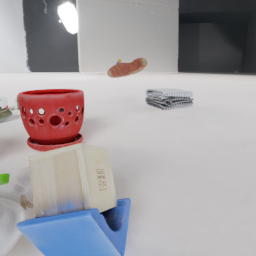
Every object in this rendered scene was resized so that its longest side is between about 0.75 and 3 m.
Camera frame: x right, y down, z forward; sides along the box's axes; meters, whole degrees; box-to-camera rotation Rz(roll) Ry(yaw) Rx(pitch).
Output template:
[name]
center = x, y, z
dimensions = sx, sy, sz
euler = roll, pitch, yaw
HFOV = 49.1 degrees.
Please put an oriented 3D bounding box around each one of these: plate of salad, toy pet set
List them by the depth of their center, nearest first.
[plate of salad]
center = -2.504, 1.520, 3.584
dimensions = 2.329, 0.559, 2.329
euler = -2, 14, 0
[toy pet set]
center = -1.296, 1.209, 4.059
dimensions = 2.540, 1.444, 2.720
euler = -14, -11, 16

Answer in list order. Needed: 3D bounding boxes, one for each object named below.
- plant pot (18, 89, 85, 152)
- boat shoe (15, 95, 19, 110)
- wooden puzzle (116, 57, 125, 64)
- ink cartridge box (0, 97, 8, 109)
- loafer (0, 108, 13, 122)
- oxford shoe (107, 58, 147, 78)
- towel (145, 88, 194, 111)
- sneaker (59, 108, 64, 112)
[plant pot]
center = -2.210, -0.272, 8.292
dimensions = 1.857, 1.691, 1.857
euler = 0, 15, 0
[boat shoe]
center = -5.657, -1.360, 14.762
dimensions = 0.509, 0.609, 1.705
euler = -5, 21, -17
[wooden puzzle]
center = -0.517, -3.021, 13.677
dimensions = 0.247, 1.066, 0.987
euler = 29, 10, -9
[ink cartridge box]
center = -6.259, -1.071, 13.355
dimensions = 0.973, 0.707, 0.406
euler = -8, 17, -28
[loafer]
center = -6.126, -0.671, 11.338
dimensions = 2.693, 0.938, 1.013
euler = -3, 15, -11
[oxford shoe]
center = -0.030, -2.033, 10.001
dimensions = 1.501, 0.531, 0.554
euler = -17, -14, -14
[towel]
center = 2.174, -1.572, 14.913
dimensions = 1.867, 0.965, 2.255
euler = -4, 13, -21
[sneaker]
center = -3.308, -1.260, 14.193
dimensions = 0.840, 0.653, 1.866
euler = -16, 19, -38
